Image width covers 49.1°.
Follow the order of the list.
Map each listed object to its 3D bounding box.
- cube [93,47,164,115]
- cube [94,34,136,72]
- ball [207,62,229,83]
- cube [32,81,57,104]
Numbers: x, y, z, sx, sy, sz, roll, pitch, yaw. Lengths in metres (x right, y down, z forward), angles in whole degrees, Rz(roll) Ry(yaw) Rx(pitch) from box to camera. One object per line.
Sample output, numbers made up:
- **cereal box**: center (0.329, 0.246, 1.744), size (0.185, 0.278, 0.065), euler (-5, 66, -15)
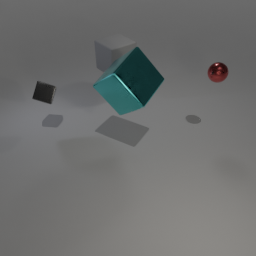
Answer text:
- **cube**: center (0.017, -1.465, 9.044), size (1.400, 1.400, 1.400), euler (-13, 35, 56)
- **cube**: center (-0.577, -3.397, 13.085), size (1.400, 1.400, 1.400), euler (-26, 45, -29)
- **ball**: center (3.126, -1.931, 9.740), size (0.700, 0.700, 0.700), euler (0, 33, 0)
- **cube**: center (-3.130, -1.326, 10.564), size (0.700, 0.700, 0.700), euler (17, 2, -14)
